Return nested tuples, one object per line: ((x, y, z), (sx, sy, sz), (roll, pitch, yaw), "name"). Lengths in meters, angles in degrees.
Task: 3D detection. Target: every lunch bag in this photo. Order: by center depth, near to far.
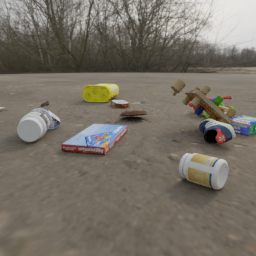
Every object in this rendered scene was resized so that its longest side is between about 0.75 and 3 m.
((-3.283, -0.327, 11.305), (1.066, 0.678, 0.904), (2, 14, -18), "lunch bag")

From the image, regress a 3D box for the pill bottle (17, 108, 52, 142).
((-3.293, -0.110, 9.914), (0.929, 0.929, 1.632), (-1, 15, -5), "pill bottle")

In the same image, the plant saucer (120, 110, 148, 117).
((0.261, -0.684, 12.865), (1.324, 0.228, 1.324), (-4, 0, 0), "plant saucer")

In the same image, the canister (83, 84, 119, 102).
((-1.708, -2.378, 18.551), (1.787, 1.041, 2.406), (4, 14, 14), "canister")

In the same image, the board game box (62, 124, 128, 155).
((-1.009, 0.307, 9.603), (1.408, 0.266, 2.735), (2, 14, 14), "board game box")

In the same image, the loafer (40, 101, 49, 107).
((-4.882, -1.423, 16.387), (0.275, 0.240, 0.764), (4, 15, 17), "loafer")

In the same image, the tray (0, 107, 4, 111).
((-7.213, -0.859, 14.324), (0.872, 0.180, 1.625), (5, 15, 21), "tray")

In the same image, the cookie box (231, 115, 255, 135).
((4.555, -0.125, 10.881), (1.216, 0.457, 1.040), (-12, 20, -36), "cookie box")

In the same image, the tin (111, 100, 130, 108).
((-0.466, -1.405, 16.243), (0.888, 0.332, 1.586), (-9, 17, -18), "tin")

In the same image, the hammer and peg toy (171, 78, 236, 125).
((2.762, -1.080, 10.699), (2.530, 0.892, 1.861), (40, 4, -6), "hammer and peg toy")

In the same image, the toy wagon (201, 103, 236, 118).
((4.253, -0.737, 13.188), (1.500, 0.383, 1.934), (-13, 24, -21), "toy wagon")

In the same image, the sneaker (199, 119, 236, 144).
((2.784, 0.156, 9.541), (0.773, 0.686, 1.829), (-28, 10, -12), "sneaker")

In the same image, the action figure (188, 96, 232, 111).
((4.386, -1.195, 14.269), (2.687, 0.877, 1.330), (-5, 16, -24), "action figure")

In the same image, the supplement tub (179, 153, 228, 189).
((1.694, 0.944, 6.310), (0.929, 0.672, 0.672), (12, 19, 41), "supplement tub")
